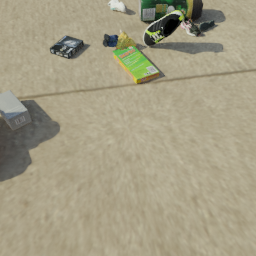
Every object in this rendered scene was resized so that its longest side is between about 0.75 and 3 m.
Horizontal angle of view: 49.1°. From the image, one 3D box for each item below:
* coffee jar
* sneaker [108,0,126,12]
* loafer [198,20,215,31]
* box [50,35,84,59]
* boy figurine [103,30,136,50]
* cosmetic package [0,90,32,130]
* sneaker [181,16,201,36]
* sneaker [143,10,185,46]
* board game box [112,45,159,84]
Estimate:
[{"bbox_3d":[1.820,-5.324,12.089,2.694,1.150,1.405,-1,49,-2],"label":"coffee jar"},{"bbox_3d":[-0.528,-5.528,12.823,0.532,0.452,1.201,-30,47,-10],"label":"sneaker"},{"bbox_3d":[3.243,-4.326,11.815,0.968,0.348,0.305,-25,33,-29],"label":"loafer"},{"bbox_3d":[-2.341,-3.118,10.756,0.850,0.231,1.061,22,52,18],"label":"box"},{"bbox_3d":[-0.269,-3.295,10.570,1.313,0.816,0.423,-8,37,-31],"label":"boy figurine"},{"bbox_3d":[-3.462,-0.547,8.306,0.638,0.539,1.194,-31,52,-25],"label":"cosmetic package"},{"bbox_3d":[2.577,-4.223,11.567,0.450,0.483,1.120,-27,54,-20],"label":"sneaker"},{"bbox_3d":[1.208,-3.562,10.138,0.679,1.893,0.784,40,42,-21],"label":"sneaker"},{"bbox_3d":[0.230,-2.334,10.045,0.912,0.286,1.909,-21,54,-19],"label":"board game box"}]
